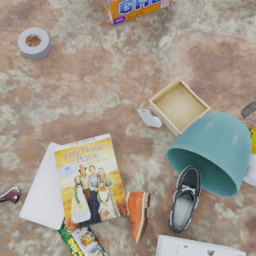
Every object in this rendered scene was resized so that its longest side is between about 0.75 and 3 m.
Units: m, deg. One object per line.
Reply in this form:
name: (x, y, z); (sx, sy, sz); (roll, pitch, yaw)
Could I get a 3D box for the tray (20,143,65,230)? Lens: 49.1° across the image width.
tray: (-2.314, 1.803, 8.930); (1.335, 0.276, 2.486); (17, 71, 6)

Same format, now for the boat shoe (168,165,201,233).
boat shoe: (1.800, 2.150, 8.576); (0.807, 0.644, 2.136); (13, 75, 8)

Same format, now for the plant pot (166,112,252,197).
plant pot: (2.573, 0.622, 8.386); (2.263, 2.263, 1.816); (33, 69, 10)

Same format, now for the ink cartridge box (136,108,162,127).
ink cartridge box: (0.703, -0.380, 9.252); (0.639, 0.798, 0.189); (12, 53, 50)

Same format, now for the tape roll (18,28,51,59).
tape roll: (-3.513, -3.189, 10.560); (1.158, 0.382, 1.158); (0, 71, 0)

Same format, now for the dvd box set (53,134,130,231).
dvd box set: (-1.153, 1.616, 8.623); (1.892, 0.380, 2.587); (-14, 71, -2)

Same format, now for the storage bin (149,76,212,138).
storage bin: (1.772, -0.722, 9.556); (1.538, 0.726, 1.549); (-39, 75, -11)

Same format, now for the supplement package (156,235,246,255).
supplement package: (1.901, 3.822, 7.741); (2.202, 1.292, 1.287); (9, 72, 3)

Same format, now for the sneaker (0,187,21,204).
sneaker: (-3.757, 2.252, 8.789); (0.830, 0.314, 0.480); (-35, 78, -12)

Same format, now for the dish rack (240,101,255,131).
dish rack: (4.036, -0.348, 8.589); (0.795, 0.283, 1.037); (-35, 69, -1)

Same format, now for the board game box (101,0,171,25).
board game box: (0.085, -5.920, 10.336); (2.487, 2.486, 2.485); (-21, 72, -7)

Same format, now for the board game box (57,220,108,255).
board game box: (-1.386, 3.454, 8.453); (0.874, 0.196, 1.668); (-36, 75, -9)

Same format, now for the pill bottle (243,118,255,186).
pill bottle: (4.322, 0.718, 8.848); (1.138, 1.138, 2.183); (22, 72, 7)

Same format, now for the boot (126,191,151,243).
boot: (0.210, 2.683, 8.581); (0.801, 0.560, 1.493); (3, 72, 16)
